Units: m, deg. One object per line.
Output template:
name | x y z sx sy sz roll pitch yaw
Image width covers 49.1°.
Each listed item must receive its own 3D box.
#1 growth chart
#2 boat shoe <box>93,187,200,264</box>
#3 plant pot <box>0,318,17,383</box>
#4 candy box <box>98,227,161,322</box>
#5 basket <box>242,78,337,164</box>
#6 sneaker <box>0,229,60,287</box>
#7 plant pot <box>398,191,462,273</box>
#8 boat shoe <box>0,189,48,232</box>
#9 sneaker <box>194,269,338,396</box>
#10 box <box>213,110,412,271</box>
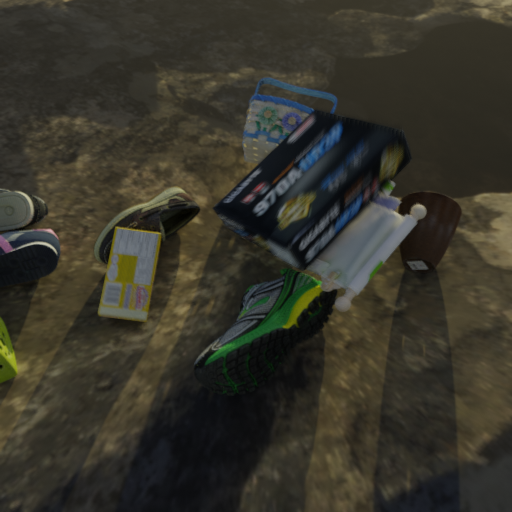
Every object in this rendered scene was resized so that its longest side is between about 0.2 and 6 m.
growth chart | 1.371 -0.768 11.010 2.820 0.346 3.897 -44 39 -9
boat shoe | -2.200 -0.601 11.664 0.828 0.901 2.521 28 49 28
plant pot | -5.039 1.491 9.526 1.364 1.237 1.357 -22 52 -18
candy box | -2.404 0.341 10.730 0.903 0.233 1.766 9 70 -7
basket | 0.747 -3.224 13.520 2.025 1.597 2.296 15 61 9
sneaker | -5.326 0.057 11.201 2.802 0.983 1.149 -6 30 -8
plant pot | 3.412 -0.383 11.379 1.276 1.276 1.365 13 66 12
boat shoe | -5.989 -0.943 12.128 2.898 1.041 0.980 -1 11 8
sneaker | 0.052 1.290 9.921 1.314 1.204 3.085 28 44 32
box | 1.052 -1.418 10.991 3.179 0.731 2.527 -45 41 -12
